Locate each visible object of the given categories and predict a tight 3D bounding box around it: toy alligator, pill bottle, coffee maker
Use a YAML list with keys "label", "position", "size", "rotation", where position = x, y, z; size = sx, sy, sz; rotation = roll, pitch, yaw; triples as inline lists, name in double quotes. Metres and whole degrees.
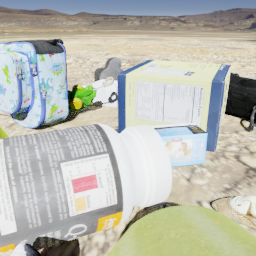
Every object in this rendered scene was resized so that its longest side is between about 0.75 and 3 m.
- label: "toy alligator"
  position: [-1.554, -0.989, 9.522]
  size: [2.726, 0.740, 0.808]
  rotation: [-15, 49, 19]
- label: "pill bottle"
  position: [-0.907, 0.844, 4.374]
  size: [2.918, 1.698, 1.698]
  rotation: [-9, 24, -21]
- label: "coffee maker"
  position: [3.618, -1.091, 9.316]
  size: [2.168, 1.520, 2.257]
  rotation: [-20, 29, -38]

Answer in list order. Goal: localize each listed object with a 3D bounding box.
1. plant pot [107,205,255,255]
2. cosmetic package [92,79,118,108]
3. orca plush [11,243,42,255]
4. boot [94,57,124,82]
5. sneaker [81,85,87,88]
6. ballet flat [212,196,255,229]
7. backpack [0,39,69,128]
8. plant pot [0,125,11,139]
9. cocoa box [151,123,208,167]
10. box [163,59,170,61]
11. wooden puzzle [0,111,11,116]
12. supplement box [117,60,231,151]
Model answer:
- label: "plant pot"
  position: [0.665, 1.751, 1.774]
  size: [2.511, 2.511, 2.309]
  rotation: [-3, 10, -7]
- label: "cosmetic package"
  position: [-0.738, -1.349, 10.794]
  size: [1.022, 0.843, 0.842]
  rotation: [10, 24, 21]
- label: "orca plush"
  position: [-1.119, 2.253, 1.981]
  size: [0.989, 1.464, 2.782]
  rotation: [32, 21, -5]
- label: "boot"
  position: [-0.332, -2.785, 14.366]
  size: [1.925, 1.021, 2.925]
  rotation: [10, 35, 15]
- label: "sneaker"
  position: [-1.942, -1.704, 12.356]
  size: [0.775, 0.285, 0.457]
  rotation: [9, 18, 16]
- label: "ballet flat"
  position: [2.162, 1.400, 4.579]
  size: [1.595, 0.521, 0.562]
  rotation: [18, 28, 37]
- label: "backpack"
  position: [-3.031, -1.278, 8.420]
  size: [2.332, 2.548, 1.873]
  rotation: [14, 27, 39]
- label: "plant pot"
  position: [-3.262, 0.562, 5.435]
  size: [1.780, 1.780, 1.902]
  rotation: [-15, 12, -31]
- label: "cocoa box"
  position: [1.142, 0.391, 6.609]
  size: [1.201, 0.801, 0.788]
  rotation: [-4, 20, -11]
- label: "box"
  position: [1.736, -2.670, 13.622]
  size: [1.245, 0.712, 1.368]
  rotation: [-11, 46, -27]
- label: "wooden puzzle"
  position: [-3.953, -0.859, 10.201]
  size: [1.586, 0.396, 1.712]
  rotation: [9, 24, 22]
- label: "supplement box"
  position: [1.454, -0.867, 8.319]
  size: [2.721, 1.829, 2.724]
  rotation: [9, 24, 20]
